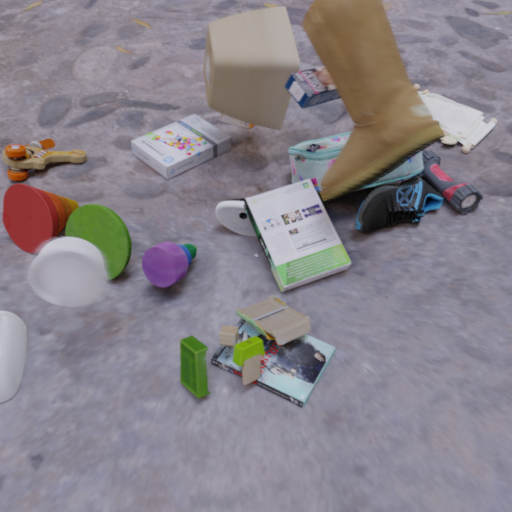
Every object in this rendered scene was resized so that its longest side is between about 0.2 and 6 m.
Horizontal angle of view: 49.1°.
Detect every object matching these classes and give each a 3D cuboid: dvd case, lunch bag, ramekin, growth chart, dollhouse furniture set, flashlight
[{"bbox_3d":[0.285,1.617,9.109,1.670,0.184,1.219,21,47,22],"label":"dvd case"},{"bbox_3d":[2.022,-2.108,12.025,2.622,1.011,2.103,-13,21,-14],"label":"lunch bag"},{"bbox_3d":[-2.712,0.201,8.152,1.064,1.064,0.495,-6,37,-6],"label":"ramekin"},{"bbox_3d":[4.721,-3.637,14.601,2.106,0.258,2.911,-32,52,-29],"label":"growth chart"},{"bbox_3d":[-0.163,1.460,8.990,2.138,0.826,1.069,-18,30,-36],"label":"dollhouse furniture set"},{"bbox_3d":[4.163,-1.689,12.273,0.633,0.635,1.870,-6,43,-18],"label":"flashlight"}]

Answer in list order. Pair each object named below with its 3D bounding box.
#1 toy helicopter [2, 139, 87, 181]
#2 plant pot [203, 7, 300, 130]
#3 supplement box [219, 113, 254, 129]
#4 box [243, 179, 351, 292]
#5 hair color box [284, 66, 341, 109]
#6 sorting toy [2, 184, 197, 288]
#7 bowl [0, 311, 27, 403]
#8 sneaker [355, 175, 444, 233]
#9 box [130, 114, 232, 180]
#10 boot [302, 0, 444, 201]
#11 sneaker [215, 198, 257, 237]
[{"bbox_3d":[-4.924,-2.343,13.088,1.841,0.726,1.218,-4,33,-20],"label":"toy helicopter"},{"bbox_3d":[-0.218,-3.967,11.802,1.640,1.853,1.851,-1,58,-13],"label":"plant pot"},{"bbox_3d":[-0.425,-3.663,14.563,0.919,0.338,0.579,18,46,18],"label":"supplement box"},{"bbox_3d":[0.752,-0.415,10.562,1.394,0.351,1.931,-18,69,-13],"label":"box"},{"bbox_3d":[1.165,-3.156,10.368,1.186,0.359,0.593,-25,73,-35],"label":"hair color box"},{"bbox_3d":[-2.892,-0.485,10.832,4.121,1.429,1.419,18,23,20],"label":"sorting toy"},{"bbox_3d":[-4.611,1.571,8.839,1.720,0.643,1.723,-8,45,-7],"label":"bowl"},{"bbox_3d":[2.929,-1.009,11.436,2.165,0.792,0.887,-30,51,-28],"label":"sneaker"},{"bbox_3d":[-1.785,-2.665,13.479,1.933,0.398,1.507,-32,52,-28],"label":"box"},{"bbox_3d":[1.566,-2.760,9.552,0.988,2.618,2.989,-18,80,-46],"label":"boot"},{"bbox_3d":[0.225,-0.964,11.516,2.022,0.739,1.131,10,41,-1],"label":"sneaker"}]
